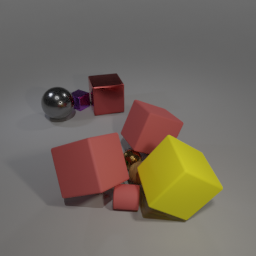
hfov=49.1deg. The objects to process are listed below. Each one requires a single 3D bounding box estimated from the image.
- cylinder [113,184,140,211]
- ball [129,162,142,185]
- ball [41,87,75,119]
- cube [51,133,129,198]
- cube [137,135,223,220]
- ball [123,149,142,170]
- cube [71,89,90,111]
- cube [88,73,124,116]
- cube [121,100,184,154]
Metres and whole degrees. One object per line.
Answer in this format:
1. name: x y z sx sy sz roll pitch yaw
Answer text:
1. cylinder: -0.035 1.953 7.933 0.700 0.700 0.700 3 32 4
2. ball: 0.369 1.382 8.565 0.700 0.700 0.700 0 32 0
3. ball: -3.019 -1.075 12.082 1.400 1.400 1.400 0 32 0
4. cube: -1.030 1.011 7.797 1.400 1.400 1.400 -16 -3 30
5. cube: 1.314 1.318 7.425 1.400 1.400 1.400 27 26 -29
6. ball: 0.119 1.062 9.375 0.700 0.700 0.700 0 32 0
7. cube: -2.275 -1.310 13.146 0.700 0.700 0.700 20 37 29
8. cube: -1.004 -1.569 12.897 1.400 1.400 1.400 -8 33 -13
9. cube: 0.799 0.020 9.817 1.400 1.400 1.400 15 17 -27
